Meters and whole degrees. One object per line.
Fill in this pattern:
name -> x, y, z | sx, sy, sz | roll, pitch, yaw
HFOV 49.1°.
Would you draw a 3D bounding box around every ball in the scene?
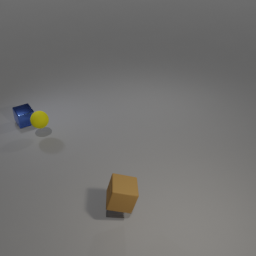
ball -> -3.473, -0.325, 11.002 | 0.700, 0.700, 0.700 | 0, 31, 0

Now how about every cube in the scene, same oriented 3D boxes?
cube -> -4.503, -0.531, 12.143 | 0.700, 0.700, 0.700 | -22, 48, -30
cube -> -0.163, 1.738, 7.459 | 0.700, 0.700, 0.700 | 12, 32, -11
